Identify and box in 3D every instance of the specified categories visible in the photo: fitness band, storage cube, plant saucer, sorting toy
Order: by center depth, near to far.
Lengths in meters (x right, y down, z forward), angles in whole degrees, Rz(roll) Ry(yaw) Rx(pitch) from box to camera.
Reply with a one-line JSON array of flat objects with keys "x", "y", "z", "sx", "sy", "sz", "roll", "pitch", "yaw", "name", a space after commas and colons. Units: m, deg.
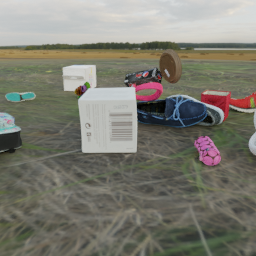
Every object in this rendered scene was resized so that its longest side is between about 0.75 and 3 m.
[{"x": 1.515, "y": -2.240, "z": 10.253, "sx": 0.186, "sy": 1.264, "sz": 1.264, "roll": -18, "pitch": 24, "yaw": -24, "name": "plant saucer"}, {"x": 0.666, "y": -1.324, "z": 10.524, "sx": 1.169, "sy": 0.304, "sz": 1.627, "roll": 1, "pitch": -12, "yaw": -6, "name": "fitness band"}, {"x": 3.690, "y": -0.967, "z": 11.881, "sx": 1.042, "sy": 1.095, "sz": 1.218, "roll": 9, "pitch": 21, "yaw": 27, "name": "storage cube"}, {"x": -2.605, "y": -2.055, "z": 15.730, "sx": 0.591, "sy": 0.866, "sz": 1.441, "roll": -11, "pitch": -2, "yaw": -30, "name": "sorting toy"}]

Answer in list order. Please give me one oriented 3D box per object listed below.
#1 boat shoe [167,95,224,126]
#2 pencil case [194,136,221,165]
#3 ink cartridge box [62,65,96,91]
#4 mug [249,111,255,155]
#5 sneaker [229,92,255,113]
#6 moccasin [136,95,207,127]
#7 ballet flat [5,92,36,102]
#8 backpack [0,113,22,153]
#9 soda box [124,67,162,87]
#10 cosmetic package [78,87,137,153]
[{"x": 2.458, "y": -0.746, "z": 11.335, "sx": 2.725, "sy": 0.982, "sz": 0.966, "roll": 16, "pitch": 20, "yaw": 37, "name": "boat shoe"}, {"x": 2.204, "y": 0.613, "z": 7.923, "sx": 0.553, "sy": 0.536, "sz": 1.181, "roll": -16, "pitch": 14, "yaw": 8, "name": "pencil case"}, {"x": -3.209, "y": -3.288, "z": 18.465, "sx": 1.549, "sy": 1.509, "sz": 2.409, "roll": 4, "pitch": 18, "yaw": 12, "name": "ink cartridge box"}, {"x": 4.665, "y": -0.027, "z": 7.917, "sx": 2.717, "sy": 2.006, "sz": 2.382, "roll": -34, "pitch": 14, "yaw": -13, "name": "mug"}, {"x": 5.800, "y": -1.277, "z": 12.857, "sx": 2.546, "sy": 1.081, "sz": 0.980, "roll": 8, "pitch": 19, "yaw": 24, "name": "sneaker"}, {"x": 1.519, "y": -0.586, "z": 10.545, "sx": 2.817, "sy": 1.134, "sz": 0.961, "roll": -6, "pitch": -28, "yaw": 15, "name": "moccasin"}, {"x": -5.810, "y": -1.629, "z": 15.180, "sx": 1.527, "sy": 0.548, "sz": 0.548, "roll": -5, "pitch": 18, "yaw": -23, "name": "ballet flat"}, {"x": -4.076, "y": 0.134, "z": 8.529, "sx": 1.341, "sy": 1.138, "sz": 1.511, "roll": -12, "pitch": 16, "yaw": -35, "name": "backpack"}, {"x": 0.597, "y": -1.941, "z": 11.108, "sx": 1.468, "sy": 0.465, "sz": 0.519, "roll": -4, "pitch": -30, "yaw": 35, "name": "soda box"}, {"x": -0.555, "y": -0.328, "z": 8.920, "sx": 1.653, "sy": 1.652, "sz": 2.004, "roll": -1, "pitch": 17, "yaw": 1, "name": "cosmetic package"}]
